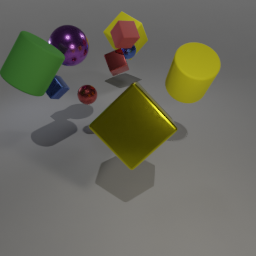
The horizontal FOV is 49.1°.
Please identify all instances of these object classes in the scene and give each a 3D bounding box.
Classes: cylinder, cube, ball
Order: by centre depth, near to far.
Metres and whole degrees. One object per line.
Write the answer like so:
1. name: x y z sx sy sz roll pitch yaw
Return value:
1. cube: 0.143 -0.124 6.682 1.400 1.400 1.400 46 10 -5
2. cylinder: -2.821 -1.891 8.321 1.400 1.400 1.400 32 14 -9
3. cylinder: 2.003 -1.714 8.884 1.400 1.400 1.400 2 64 -5
4. ball: -1.430 -1.175 9.872 0.700 0.700 0.700 0 31 0
5. ball: -2.081 -2.893 9.878 1.400 1.400 1.400 0 31 0
6. cube: -0.113 -3.361 10.090 0.700 0.700 0.700 -12 -12 -33
7. cube: -0.421 -2.488 10.634 0.700 0.700 0.700 -21 -6 5
8. cube: -2.916 -1.639 11.249 0.700 0.700 0.700 51 12 5
9. ball: -0.012 -3.166 11.421 0.700 0.700 0.700 0 31 0
10. cube: -0.091 -4.545 13.867 1.400 1.400 1.400 40 87 24
